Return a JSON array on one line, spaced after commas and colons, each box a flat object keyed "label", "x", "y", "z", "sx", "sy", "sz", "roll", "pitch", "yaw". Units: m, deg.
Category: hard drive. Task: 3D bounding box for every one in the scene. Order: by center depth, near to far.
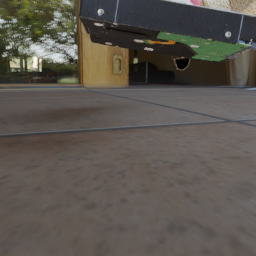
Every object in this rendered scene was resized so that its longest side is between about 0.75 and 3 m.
[{"label": "hard drive", "x": 0.577, "y": -1.542, "z": 4.484, "sx": 2.476, "sy": 0.468, "sz": 1.730, "roll": 10, "pitch": 6, "yaw": -2}]

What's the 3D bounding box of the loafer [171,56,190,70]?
[{"label": "loafer", "x": 1.975, "y": -3.017, "z": 10.003, "sx": 1.056, "sy": 1.027, "sz": 2.893, "roll": -12, "pitch": -19, "yaw": 12}]

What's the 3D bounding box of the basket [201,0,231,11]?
[{"label": "basket", "x": 2.588, "y": -3.752, "z": 8.522, "sx": 0.939, "sy": 1.522, "sz": 1.032, "roll": -45, "pitch": 14, "yaw": -6}]

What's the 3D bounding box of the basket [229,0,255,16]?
[{"label": "basket", "x": 3.304, "y": -3.364, "z": 6.700, "sx": 1.439, "sy": 1.426, "sz": 1.158, "roll": -1, "pitch": -14, "yaw": -15}]

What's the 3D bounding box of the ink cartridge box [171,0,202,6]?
[{"label": "ink cartridge box", "x": 0.815, "y": -2.908, "z": 6.816, "sx": 1.785, "sy": 1.300, "sz": 0.757, "roll": -13, "pitch": 40, "yaw": -20}]
